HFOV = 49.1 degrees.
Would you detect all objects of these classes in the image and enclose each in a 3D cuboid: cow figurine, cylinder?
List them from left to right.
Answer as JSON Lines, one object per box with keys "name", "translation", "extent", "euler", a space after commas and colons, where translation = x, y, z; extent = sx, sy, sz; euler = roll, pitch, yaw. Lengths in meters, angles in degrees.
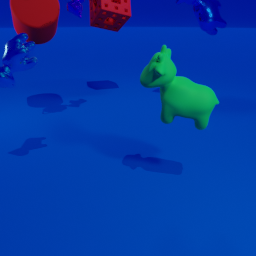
{"name": "cow figurine", "translation": [-2.261, -1.263, 5.391], "extent": [0.990, 0.552, 1.007], "euler": [-23, 58, 10]}
{"name": "cylinder", "translation": [-2.869, -3.490, 8.693], "extent": [1.371, 1.371, 1.371], "euler": [-8, -2, -19]}
{"name": "cow figurine", "translation": [-1.349, -3.661, 7.895], "extent": [0.967, 0.952, 0.531], "euler": [-32, 0, -13]}
{"name": "cow figurine", "translation": [0.884, -0.670, 4.763], "extent": [1.365, 1.343, 0.749], "euler": [12, 46, 11]}
{"name": "cow figurine", "translation": [2.489, -4.086, 9.576], "extent": [1.680, 1.707, 0.937], "euler": [2, -23, -37]}

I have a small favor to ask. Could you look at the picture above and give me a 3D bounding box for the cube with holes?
{"name": "cube with holes", "translation": [-0.722, -4.705, 10.929], "extent": [1.212, 1.212, 1.212], "euler": [2, -12, -27]}
